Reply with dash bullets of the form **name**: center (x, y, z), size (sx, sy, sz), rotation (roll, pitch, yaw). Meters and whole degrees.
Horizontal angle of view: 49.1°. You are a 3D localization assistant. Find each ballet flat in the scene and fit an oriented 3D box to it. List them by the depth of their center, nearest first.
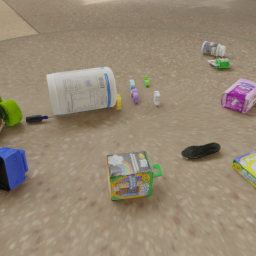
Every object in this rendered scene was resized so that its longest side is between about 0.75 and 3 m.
- **ballet flat**: center (1.997, 0.654, 7.696), size (1.153, 0.327, 0.383), rotation (-10, 71, -8)

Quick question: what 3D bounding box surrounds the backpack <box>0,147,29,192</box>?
- **backpack**: center (-3.092, 0.920, 6.736), size (1.172, 0.952, 0.983), rotation (3, 15, 18)

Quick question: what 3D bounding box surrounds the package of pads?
- **package of pads**: center (4.052, -1.175, 9.896), size (0.956, 0.601, 1.587), rotation (24, 42, 34)

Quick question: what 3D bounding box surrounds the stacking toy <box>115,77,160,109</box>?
- **stacking toy**: center (0.191, -1.409, 10.333), size (1.549, 0.483, 2.054), rotation (-6, 35, -8)

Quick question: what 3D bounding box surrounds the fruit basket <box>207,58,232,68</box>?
- **fruit basket**: center (4.128, -2.971, 12.560), size (0.840, 0.425, 0.907), rotation (-5, 33, -7)

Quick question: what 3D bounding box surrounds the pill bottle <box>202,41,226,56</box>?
- **pill bottle**: center (4.167, -3.838, 13.621), size (1.016, 0.578, 0.578), rotation (22, 41, 26)

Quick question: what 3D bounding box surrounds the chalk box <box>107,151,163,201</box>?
- **chalk box**: center (0.166, 1.096, 6.590), size (1.262, 0.781, 0.785), rotation (-4, 34, -8)

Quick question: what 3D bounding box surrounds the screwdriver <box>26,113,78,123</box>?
- **screwdriver**: center (-2.445, -0.363, 9.047), size (1.674, 0.234, 0.244), rotation (-7, 5, -7)

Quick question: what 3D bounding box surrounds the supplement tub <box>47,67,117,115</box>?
- **supplement tub**: center (-1.532, -1.246, 9.338), size (2.103, 1.388, 1.388), rotation (-10, 37, -13)

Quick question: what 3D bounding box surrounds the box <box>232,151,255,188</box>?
- **box**: center (3.331, 1.146, 6.914), size (0.781, 0.322, 1.331), rotation (-16, 40, -21)

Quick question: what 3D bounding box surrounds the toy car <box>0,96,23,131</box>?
- **toy car**: center (-4.744, -1.141, 7.860), size (2.290, 2.902, 2.384), rotation (27, 43, 32)
